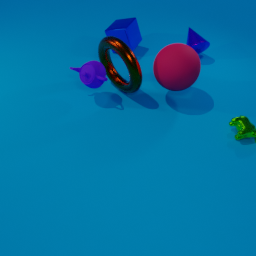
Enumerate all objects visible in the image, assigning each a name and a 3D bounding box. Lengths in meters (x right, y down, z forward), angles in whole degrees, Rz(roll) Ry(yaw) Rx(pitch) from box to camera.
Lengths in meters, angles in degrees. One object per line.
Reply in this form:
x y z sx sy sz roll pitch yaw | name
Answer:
2.359 -3.255 10.133 0.930 0.930 0.933 -14 77 -13 | cone
-1.121 -1.592 8.249 1.331 0.828 0.652 24 18 28 | teapot
-0.258 -1.882 8.465 0.371 1.856 1.856 -37 57 -22 | ring
-0.149 -3.422 10.355 0.906 0.906 0.906 7 47 32 | cube
1.414 -1.756 8.143 1.361 1.361 1.361 0 47 0 | ball
3.326 0.029 7.594 0.910 0.508 0.925 -14 66 -3 | cow figurine
